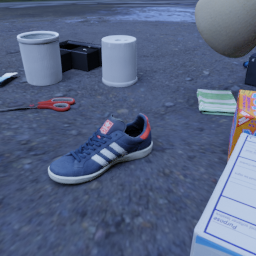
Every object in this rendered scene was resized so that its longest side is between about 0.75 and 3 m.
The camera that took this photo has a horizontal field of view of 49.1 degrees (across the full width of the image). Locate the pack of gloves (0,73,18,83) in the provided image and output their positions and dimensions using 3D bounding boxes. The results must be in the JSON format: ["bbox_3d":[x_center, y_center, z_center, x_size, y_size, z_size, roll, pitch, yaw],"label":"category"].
[{"bbox_3d":[-5.778,-2.056,12.199,1.349,0.317,1.606,-2,23,9],"label":"pack of gloves"}]

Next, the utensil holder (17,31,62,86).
[{"bbox_3d":[-3.698,-2.981,12.002,1.662,1.956,1.662,0,29,0],"label":"utensil holder"}]

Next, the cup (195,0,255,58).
[{"bbox_3d":[3.460,-3.545,8.354,2.351,2.351,1.682,-16,-9,-26],"label":"cup"}]

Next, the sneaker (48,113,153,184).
[{"bbox_3d":[-0.641,0.361,6.959,2.868,1.212,1.075,-21,36,-31],"label":"sneaker"}]

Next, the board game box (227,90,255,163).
[{"bbox_3d":[3.439,0.137,6.984,1.562,1.562,1.561,10,33,17],"label":"board game box"}]

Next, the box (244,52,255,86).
[{"bbox_3d":[6.437,-2.508,11.801,2.126,1.318,2.090,24,38,35],"label":"box"}]

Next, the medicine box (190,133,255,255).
[{"bbox_3d":[2.706,1.664,4.360,2.709,1.531,2.974,17,35,27],"label":"medicine box"}]

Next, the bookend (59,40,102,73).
[{"bbox_3d":[-2.749,-3.389,13.593,2.310,1.071,2.325,17,34,27],"label":"bookend"}]

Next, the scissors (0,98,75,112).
[{"bbox_3d":[-3.275,-0.824,10.103,2.656,0.185,0.971,-2,32,-1],"label":"scissors"}]

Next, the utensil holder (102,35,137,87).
[{"bbox_3d":[-0.378,-2.876,11.950,1.556,1.831,1.556,-1,30,1],"label":"utensil holder"}]

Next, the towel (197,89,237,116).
[{"bbox_3d":[3.271,-0.976,10.270,1.417,0.217,1.857,4,30,6],"label":"towel"}]

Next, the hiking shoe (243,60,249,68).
[{"bbox_3d":[6.181,-3.032,13.613,1.151,0.428,0.499,13,32,22],"label":"hiking shoe"}]
